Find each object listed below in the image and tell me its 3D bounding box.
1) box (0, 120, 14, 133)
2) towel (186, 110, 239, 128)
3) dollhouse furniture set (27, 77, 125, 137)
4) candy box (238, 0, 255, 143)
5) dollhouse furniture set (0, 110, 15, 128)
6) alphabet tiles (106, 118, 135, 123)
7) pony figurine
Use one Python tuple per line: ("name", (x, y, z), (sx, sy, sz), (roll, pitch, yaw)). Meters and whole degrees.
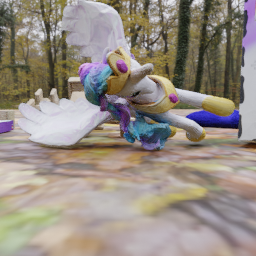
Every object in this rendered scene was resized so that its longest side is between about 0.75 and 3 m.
("box", (-3.291, -0.009, 6.243), (0.947, 0.271, 1.384), (0, 5, 1))
("towel", (3.058, -0.321, 8.410), (2.213, 0.548, 1.634), (4, 5, 39))
("dollhouse furniture set", (-1.028, -0.248, 6.318), (1.844, 1.306, 2.007), (-1, 26, -2))
("candy box", (2.835, -1.026, 3.958), (2.197, 2.620, 0.937), (3, -1, 33))
("dollhouse furniture set", (-4.032, -0.850, 6.710), (2.121, 1.876, 1.179), (-1, 5, -2))
("alphabet tiles", (-0.482, -0.339, 10.835), (2.819, 0.206, 2.757), (-3, 6, -35))
("pony figurine", (-0.076, -0.598, 4.361), (2.758, 2.379, 2.857), (16, -1, 41))
